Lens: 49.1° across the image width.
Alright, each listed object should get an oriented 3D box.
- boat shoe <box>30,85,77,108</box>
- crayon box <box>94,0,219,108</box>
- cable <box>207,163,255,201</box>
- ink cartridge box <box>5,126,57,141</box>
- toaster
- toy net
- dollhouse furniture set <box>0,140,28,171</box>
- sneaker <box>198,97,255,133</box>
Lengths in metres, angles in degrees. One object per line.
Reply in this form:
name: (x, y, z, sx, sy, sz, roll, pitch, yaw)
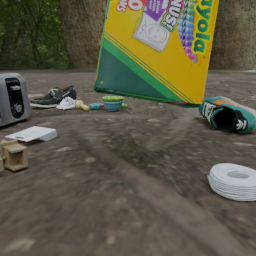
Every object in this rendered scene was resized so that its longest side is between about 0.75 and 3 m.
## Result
boat shoe: (-3.186, -1.354, 12.042, 0.878, 0.826, 2.444, 11, 19, 32)
crayon box: (0.498, -1.873, 4.587, 1.707, 2.874, 0.837, 8, 2, -10)
cable: (1.739, 0.842, 4.457, 0.872, 0.302, 0.872, 2, 15, 9)
ink cartridge box: (-2.434, 0.222, 7.102, 0.803, 0.282, 0.987, 8, 24, 27)
toaster: (-4.697, -0.847, 8.516, 2.633, 1.562, 2.380, 4, 14, 18)
toy net: (-1.497, -1.055, 11.365, 2.838, 0.548, 1.489, 3, 15, 12)
dollhouse furniture set: (-3.075, 0.322, 4.535, 1.111, 1.301, 2.509, 14, 20, 38)
sneaker: (2.744, -0.453, 8.389, 0.955, 0.853, 2.390, -1, 15, -23)
